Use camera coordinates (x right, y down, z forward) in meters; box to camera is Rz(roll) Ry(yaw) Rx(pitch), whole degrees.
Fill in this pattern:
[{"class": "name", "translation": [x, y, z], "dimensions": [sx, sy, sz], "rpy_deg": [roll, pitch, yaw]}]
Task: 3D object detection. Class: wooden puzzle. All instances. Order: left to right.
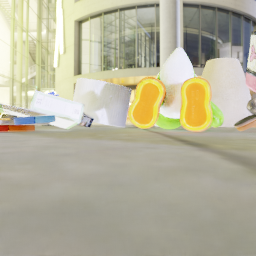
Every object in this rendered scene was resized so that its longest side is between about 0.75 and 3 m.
[{"class": "wooden puzzle", "translation": [-2.016, -0.044, 4.502], "dimensions": [1.380, 0.239, 2.045], "rpy_deg": [-5, 3, -31]}]

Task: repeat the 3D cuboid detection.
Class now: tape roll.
[{"class": "tape roll", "translation": [-0.873, -0.818, 9.225], "dimensions": [1.867, 1.282, 1.867], "rpy_deg": [12, 2, -1]}]

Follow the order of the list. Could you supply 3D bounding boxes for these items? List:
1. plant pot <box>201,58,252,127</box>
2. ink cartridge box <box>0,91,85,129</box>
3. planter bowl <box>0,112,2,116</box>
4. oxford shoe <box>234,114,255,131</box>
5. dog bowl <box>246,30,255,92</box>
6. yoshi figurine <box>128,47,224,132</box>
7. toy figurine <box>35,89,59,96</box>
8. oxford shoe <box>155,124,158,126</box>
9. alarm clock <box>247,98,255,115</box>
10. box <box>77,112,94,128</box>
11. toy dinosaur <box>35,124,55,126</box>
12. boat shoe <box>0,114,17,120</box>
[{"class": "plant pot", "translation": [3.485, -1.259, 10.402], "dimensions": [2.292, 2.447, 2.292], "rpy_deg": [-1, 1, 0]}, {"class": "ink cartridge box", "translation": [-1.768, -0.391, 5.112], "dimensions": [1.705, 0.409, 1.241], "rpy_deg": [16, -10, -19]}, {"class": "planter bowl", "translation": [-5.082, -0.332, 9.676], "dimensions": [1.463, 0.609, 1.463], "rpy_deg": [0, 2, 0]}, {"class": "oxford shoe", "translation": [2.225, -0.095, 4.556], "dimensions": [1.043, 0.372, 0.372], "rpy_deg": [-16, 3, -11]}, {"class": "dog bowl", "translation": [3.697, -0.960, 5.408], "dimensions": [2.982, 1.100, 2.982], "rpy_deg": [12, 22, -5]}, {"class": "yoshi figurine", "translation": [0.813, -0.387, 5.061], "dimensions": [1.479, 1.484, 2.641], "rpy_deg": [-38, 4, 18]}, {"class": "toy figurine", "translation": [-1.940, -0.690, 6.841], "dimensions": [0.535, 0.471, 0.893], "rpy_deg": [-15, -5, -17]}, {"class": "oxford shoe", "translation": [1.373, -0.232, 11.857], "dimensions": [0.458, 0.351, 1.217], "rpy_deg": [3, 3, -6]}, {"class": "alarm clock", "translation": [1.514, -0.168, 1.373], "dimensions": [1.842, 0.613, 1.242], "rpy_deg": [3, -2, -41]}, {"class": "box", "translation": [-1.461, -0.332, 7.514], "dimensions": [0.593, 0.306, 1.016], "rpy_deg": [32, 8, 32]}, {"class": "toy dinosaur", "translation": [-3.735, -0.316, 12.869], "dimensions": [0.962, 0.518, 2.183], "rpy_deg": [-19, -10, 37]}, {"class": "boat shoe", "translation": [-4.576, -0.300, 10.686], "dimensions": [0.605, 0.506, 1.692], "rpy_deg": [-1, 1, -37]}]
